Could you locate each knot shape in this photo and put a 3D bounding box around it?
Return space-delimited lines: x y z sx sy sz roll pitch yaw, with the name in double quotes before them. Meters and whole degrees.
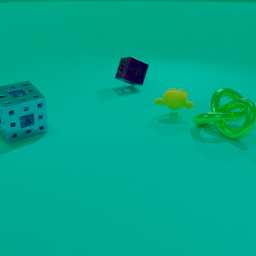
"knot shape" 2.947 -0.385 8.120 1.830 0.846 1.712 -33 34 -10

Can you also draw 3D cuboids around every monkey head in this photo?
"monkey head" 1.548 -0.835 9.249 1.265 0.910 0.762 8 43 15

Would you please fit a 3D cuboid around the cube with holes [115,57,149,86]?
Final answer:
"cube with holes" 0.149 -2.350 11.684 0.911 0.911 0.911 16 1 -28

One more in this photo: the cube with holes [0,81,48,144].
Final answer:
"cube with holes" -3.135 -0.494 8.070 1.163 1.163 1.163 -20 44 -34
